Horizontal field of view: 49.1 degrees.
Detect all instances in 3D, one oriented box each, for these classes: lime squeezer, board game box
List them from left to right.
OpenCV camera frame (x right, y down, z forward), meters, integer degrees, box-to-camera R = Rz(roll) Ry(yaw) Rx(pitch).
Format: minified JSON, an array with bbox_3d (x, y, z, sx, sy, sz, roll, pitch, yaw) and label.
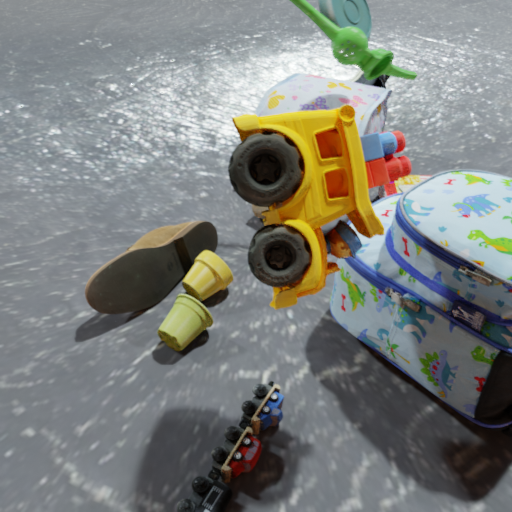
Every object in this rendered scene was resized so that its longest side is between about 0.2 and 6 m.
[{"bbox_3d":[1.893,-3.730,10.286,3.508,0.662,1.239,19,23,-30],"label":"lime squeezer"},{"bbox_3d":[3.765,-0.990,11.421,2.299,0.532,1.741,1,38,2],"label":"board game box"}]

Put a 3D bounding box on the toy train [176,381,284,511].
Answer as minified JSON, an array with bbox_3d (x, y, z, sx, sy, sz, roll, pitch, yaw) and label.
[{"bbox_3d":[-0.216,2.478,7.095,0.532,0.397,2.325,20,43,19],"label":"toy train"}]

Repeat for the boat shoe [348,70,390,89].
[{"bbox_3d":[3.113,-4.570,15.562,1.019,1.221,3.272,28,47,19],"label":"boat shoe"}]

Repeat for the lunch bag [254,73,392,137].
[{"bbox_3d":[1.500,-2.979,12.931,2.547,1.909,3.004,15,30,16],"label":"lunch bag"}]

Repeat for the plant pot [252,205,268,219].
[{"bbox_3d":[0.366,-1.008,11.341,0.765,0.835,0.835,10,37,31],"label":"plant pot"}]

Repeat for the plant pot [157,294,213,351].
[{"bbox_3d":[-1.149,1.087,8.716,0.731,0.731,0.672,22,55,26],"label":"plant pot"}]

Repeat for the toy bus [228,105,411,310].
[{"bbox_3d":[0.801,-0.637,6.384,2.066,2.152,1.460,-11,5,0],"label":"toy bus"}]

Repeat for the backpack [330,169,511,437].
[{"bbox_3d":[3.008,0.225,8.238,3.195,2.566,3.492,-27,41,-35],"label":"backpack"}]

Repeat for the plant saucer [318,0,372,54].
[{"bbox_3d":[1.853,-4.883,11.243,0.218,1.587,1.587,-10,22,47],"label":"plant saucer"}]

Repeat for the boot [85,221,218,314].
[{"bbox_3d":[-1.950,0.155,9.812,1.054,1.028,2.794,9,29,38],"label":"boot"}]

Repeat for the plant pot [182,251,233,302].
[{"bbox_3d":[-0.875,0.391,9.577,0.723,0.723,0.680,29,61,32],"label":"plant pot"}]
